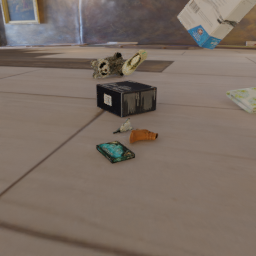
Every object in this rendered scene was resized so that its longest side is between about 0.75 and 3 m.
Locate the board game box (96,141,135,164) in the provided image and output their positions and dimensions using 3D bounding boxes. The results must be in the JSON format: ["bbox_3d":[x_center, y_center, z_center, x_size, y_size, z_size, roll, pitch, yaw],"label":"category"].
[{"bbox_3d":[-0.325,0.583,7.044,0.638,0.133,0.943,-11,23,-28],"label":"board game box"}]

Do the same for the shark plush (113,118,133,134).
[{"bbox_3d":[-0.161,0.028,8.581,0.329,0.359,0.791,-8,31,45],"label":"shark plush"}]

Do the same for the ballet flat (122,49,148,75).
[{"bbox_3d":[0.129,-1.977,8.641,0.415,0.415,1.195,-21,-13,-44],"label":"ballet flat"}]

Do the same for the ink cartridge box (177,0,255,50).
[{"bbox_3d":[2.820,-3.821,8.942,0.889,2.071,1.516,-3,57,-45],"label":"ink cartridge box"}]

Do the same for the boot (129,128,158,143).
[{"bbox_3d":[0.434,0.256,7.765,0.661,0.326,0.851,13,16,20],"label":"boot"}]

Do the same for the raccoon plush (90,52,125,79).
[{"bbox_3d":[-1.371,-3.706,17.453,2.010,1.451,3.000,-14,6,-9],"label":"raccoon plush"}]

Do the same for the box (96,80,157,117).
[{"bbox_3d":[-0.075,-1.159,10.586,1.606,0.918,1.764,-14,25,-33],"label":"box"}]

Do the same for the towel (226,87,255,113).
[{"bbox_3d":[4.851,-1.111,10.826,1.401,0.394,1.636,-6,33,-17],"label":"towel"}]
